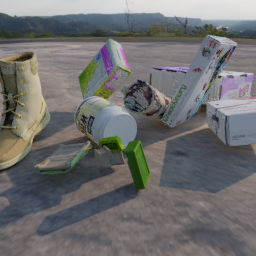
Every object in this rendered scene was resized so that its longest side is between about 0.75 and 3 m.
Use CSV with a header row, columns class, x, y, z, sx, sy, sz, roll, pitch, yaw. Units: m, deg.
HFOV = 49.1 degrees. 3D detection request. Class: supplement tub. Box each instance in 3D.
class,x,y,z,sx,sy,sz,roll,pitch,yaw
supplement tub,-0.566,-0.121,6.883,1.068,1.068,1.473,-14,26,-31

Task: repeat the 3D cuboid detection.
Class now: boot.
class,x,y,z,sx,sy,sz,roll,pitch,yaw
boot,-2.602,-0.487,6.286,0.932,1.991,2.562,7,33,10

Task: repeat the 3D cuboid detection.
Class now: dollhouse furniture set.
class,x,y,z,sx,sy,sz,roll,pitch,yaw
dollhouse furniture set,-0.648,0.763,5.517,2.048,0.791,1.024,-8,21,20

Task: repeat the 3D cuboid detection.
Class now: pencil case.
class,x,y,z,sx,sy,sz,roll,pitch,yaw
pencil case,0.647,-0.720,7.808,0.961,0.836,2.150,50,16,19

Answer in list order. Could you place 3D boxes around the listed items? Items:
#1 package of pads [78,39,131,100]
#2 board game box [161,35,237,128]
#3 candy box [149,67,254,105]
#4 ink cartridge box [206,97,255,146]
class,x,y,z,sx,sy,sz,roll,pitch,yaw
package of pads,-0.809,-1.701,9.134,0.649,1.903,1.470,18,42,-38
board game box,1.946,-1.249,7.676,0.435,2.514,1.587,38,30,21
candy box,2.602,-1.578,10.061,2.834,1.014,2.377,18,21,41
ink cartridge box,2.859,-0.223,7.058,1.350,0.786,1.853,-7,16,4
